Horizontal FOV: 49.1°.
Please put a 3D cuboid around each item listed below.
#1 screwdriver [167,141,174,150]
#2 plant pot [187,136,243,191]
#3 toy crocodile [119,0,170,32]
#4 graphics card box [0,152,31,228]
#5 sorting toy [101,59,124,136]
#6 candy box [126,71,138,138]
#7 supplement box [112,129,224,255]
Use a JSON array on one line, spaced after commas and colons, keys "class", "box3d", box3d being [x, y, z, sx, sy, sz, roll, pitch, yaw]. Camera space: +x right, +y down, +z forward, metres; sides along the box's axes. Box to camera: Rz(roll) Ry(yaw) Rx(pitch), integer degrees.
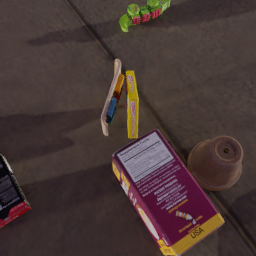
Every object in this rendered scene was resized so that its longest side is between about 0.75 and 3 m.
[{"class": "screwdriver", "box3d": [1.419, 0.962, 8.636, 0.179, 0.172, 1.230, 3, 61, -34]}, {"class": "plant pot", "box3d": [2.601, 0.868, 8.010, 1.571, 1.370, 1.571, 0, 63, 0]}, {"class": "toy crocodile", "box3d": [0.666, -4.470, 10.929, 2.225, 0.751, 0.687, -25, 73, -9]}, {"class": "graphics card box", "box3d": [-3.826, 1.794, 8.028, 1.273, 0.516, 2.030, -33, 70, -14]}, {"class": "sorting toy", "box3d": [-0.428, -0.810, 8.233, 0.348, 1.765, 1.907, 12, 78, -1]}, {"class": "candy box", "box3d": [0.098, -0.777, 8.287, 0.304, 1.175, 2.299, -3, 29, -1]}, {"class": "supplement box", "box3d": [0.867, 1.713, 7.302, 1.421, 1.802, 2.753, -29, 70, -13]}]
